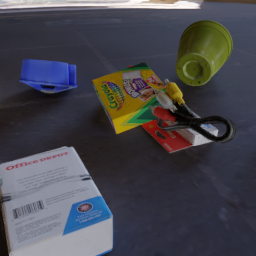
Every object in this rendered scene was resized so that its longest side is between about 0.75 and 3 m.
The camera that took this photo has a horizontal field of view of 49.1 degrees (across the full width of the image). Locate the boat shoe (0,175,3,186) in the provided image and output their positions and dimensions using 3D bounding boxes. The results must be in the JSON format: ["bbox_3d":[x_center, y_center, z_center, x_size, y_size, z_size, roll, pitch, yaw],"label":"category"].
[{"bbox_3d":[-2.685,0.586,4.859,0.471,1.307,0.464,-36,-4,1],"label":"boat shoe"}]

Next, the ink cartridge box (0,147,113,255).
[{"bbox_3d":[-1.613,1.607,5.856,1.806,1.043,2.474,-14,33,-22],"label":"ink cartridge box"}]

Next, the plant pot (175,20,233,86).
[{"bbox_3d":[3.376,-3.340,13.219,2.604,2.604,2.507,13,44,21],"label":"plant pot"}]

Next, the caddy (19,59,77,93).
[{"bbox_3d":[-3.428,-2.183,12.141,2.532,1.329,1.790,7,9,13],"label":"caddy"}]

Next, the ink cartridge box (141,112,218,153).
[{"bbox_3d":[1.627,-0.047,9.302,1.766,0.448,2.004,-12,32,-22],"label":"ink cartridge box"}]

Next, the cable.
[{"bbox_3d":[1.097,-0.174,5.528,0.526,1.015,2.090,17,19,-35],"label":"cable"}]

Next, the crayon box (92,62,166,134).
[{"bbox_3d":[0.125,-1.191,10.090,2.200,0.743,2.549,-20,44,-9],"label":"crayon box"}]

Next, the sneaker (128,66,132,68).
[{"bbox_3d":[-0.076,-1.949,11.771,0.921,1.223,2.615,20,35,29],"label":"sneaker"}]
